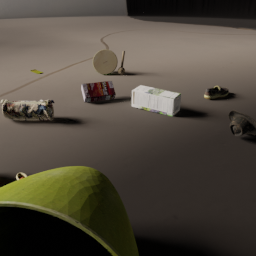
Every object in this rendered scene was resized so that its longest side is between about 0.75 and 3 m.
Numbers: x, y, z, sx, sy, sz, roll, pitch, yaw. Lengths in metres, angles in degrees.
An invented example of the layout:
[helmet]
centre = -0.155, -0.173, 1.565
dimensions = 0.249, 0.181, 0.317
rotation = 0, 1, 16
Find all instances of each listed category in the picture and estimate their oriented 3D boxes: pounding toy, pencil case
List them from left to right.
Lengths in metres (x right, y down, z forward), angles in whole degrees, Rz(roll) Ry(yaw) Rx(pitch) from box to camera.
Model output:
[pencil case]
centre = -3.759, -0.712, 10.528
dimensions = 1.915, 0.856, 0.745
rotation = 1, 31, 4
[pounding toy]
centre = -1.065, -3.747, 16.251
dimensions = 1.853, 1.430, 0.860
rotation = 2, 1, 3

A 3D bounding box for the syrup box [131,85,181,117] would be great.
[syrup box]
centre = 1.125, -1.136, 11.432
dimensions = 1.901, 0.774, 0.748
rotation = 15, 31, 27

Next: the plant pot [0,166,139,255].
[plant pot]
centre = -1.030, 1.736, 4.328
dimensions = 2.712, 2.712, 2.899
rotation = 2, 12, 4

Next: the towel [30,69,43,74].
[towel]
centre = -5.366, -3.321, 16.465
dimensions = 0.870, 0.079, 0.374
rotation = 24, 36, 38

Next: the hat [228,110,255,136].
[hat]
centre = 3.655, -0.010, 9.158
dimensions = 0.494, 1.225, 1.225
rotation = -49, 44, -11

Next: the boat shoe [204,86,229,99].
[boat shoe]
centre = 4.110, -1.692, 12.825
dimensions = 1.532, 0.497, 0.561
rotation = -21, 34, -34

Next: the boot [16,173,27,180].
[boot]
centre = -2.461, 1.456, 6.701
dimensions = 0.356, 0.509, 0.949
rotation = -16, 33, -32

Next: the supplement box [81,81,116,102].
[supplement box]
centre = -1.310, -1.615, 12.394
dimensions = 1.376, 0.419, 0.749
rotation = -10, 68, -18
